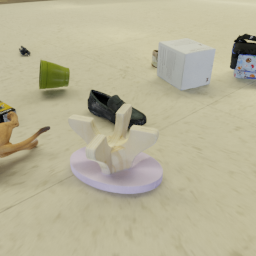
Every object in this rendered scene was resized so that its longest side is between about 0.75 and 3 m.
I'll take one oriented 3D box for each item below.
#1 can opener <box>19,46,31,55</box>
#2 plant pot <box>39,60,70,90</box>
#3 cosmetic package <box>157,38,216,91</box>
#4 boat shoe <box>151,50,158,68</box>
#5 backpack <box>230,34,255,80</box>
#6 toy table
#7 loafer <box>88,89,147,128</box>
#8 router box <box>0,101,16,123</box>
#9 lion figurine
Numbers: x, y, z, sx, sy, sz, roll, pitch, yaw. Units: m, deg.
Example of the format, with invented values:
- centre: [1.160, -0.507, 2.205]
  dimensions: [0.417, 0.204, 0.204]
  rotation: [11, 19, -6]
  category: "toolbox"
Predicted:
- centre: [-4.823, -3.542, 12.834]
  dimensions: [0.353, 0.438, 1.115]
  rotation: [-51, 42, -3]
  category: "can opener"
- centre: [-2.372, -1.680, 9.038]
  dimensions: [0.910, 0.945, 0.945]
  rotation: [2, 29, -21]
  category: "plant pot"
- centre: [1.960, -2.253, 9.723]
  dimensions: [1.289, 1.281, 1.540]
  rotation: [-15, 36, -24]
  category: "cosmetic package"
- centre: [2.000, -2.747, 11.097]
  dimensions: [2.131, 0.692, 0.769]
  rotation: [6, 32, 10]
  category: "boat shoe"
- centre: [4.584, -2.475, 10.073]
  dimensions: [1.653, 1.337, 1.735]
  rotation: [5, 40, 22]
  category: "backpack"
- centre: [-0.268, 0.394, 5.546]
  dimensions: [1.963, 1.150, 1.805]
  rotation: [4, 31, 8]
  category: "toy table"
- centre: [-0.349, -0.536, 7.494]
  dimensions: [1.937, 0.680, 0.658]
  rotation: [23, 38, 32]
  category: "loafer"
- centre: [-3.762, -0.305, 7.459]
  dimensions: [0.961, 0.319, 1.222]
  rotation: [24, 39, 33]
  category: "router box"
- centre: [-3.222, 0.207, 5.762]
  dimensions: [2.807, 1.017, 1.719]
  rotation: [-2, 16, 6]
  category: "lion figurine"
